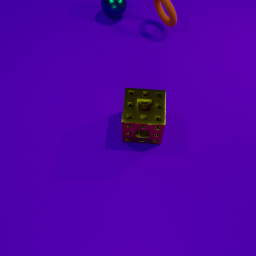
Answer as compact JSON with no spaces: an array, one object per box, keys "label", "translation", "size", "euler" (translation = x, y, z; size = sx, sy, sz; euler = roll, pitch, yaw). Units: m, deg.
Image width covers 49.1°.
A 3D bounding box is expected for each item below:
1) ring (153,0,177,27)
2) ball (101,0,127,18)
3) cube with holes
[{"label":"ring","translation":[1.247,-3.972,9.441],"size":[0.243,1.213,1.213],"euler":[-34,65,-1]},{"label":"ball","translation":[-0.505,-4.441,10.012],"size":[0.946,0.946,0.946],"euler":[0,60,0]},{"label":"cube with holes","translation":[0.418,-0.308,7.584],"size":[1.081,1.081,1.081],"euler":[4,60,2]}]
